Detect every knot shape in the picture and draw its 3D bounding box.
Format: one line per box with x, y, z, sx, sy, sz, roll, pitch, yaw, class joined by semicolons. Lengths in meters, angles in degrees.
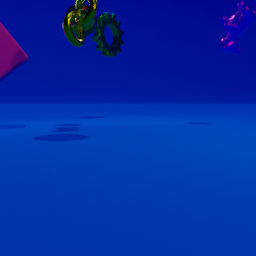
-1.079;-2.290;6.139;0.548;1.109;1.185;24;-33;-10;knot shape

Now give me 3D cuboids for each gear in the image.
-0.789;-3.782;11.454;0.314;1.695;1.695;4;7;36;gear

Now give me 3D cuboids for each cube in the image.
-3.373;-1.920;7.261;1.081;1.081;1.081;-40;19;-9;cube

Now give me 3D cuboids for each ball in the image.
-1.234;-2.841;7.368;0.848;0.848;0.848;0;5;0;ball

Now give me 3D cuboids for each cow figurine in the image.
3.170;-2.819;8.115;1.264;0.694;1.244;-37;-47;27;cow figurine
